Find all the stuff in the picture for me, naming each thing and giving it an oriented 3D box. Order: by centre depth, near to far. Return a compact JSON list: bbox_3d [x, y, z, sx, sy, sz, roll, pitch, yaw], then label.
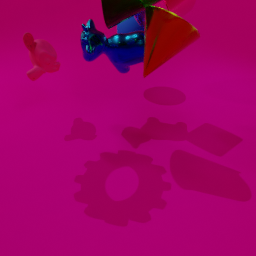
[{"bbox_3d":[0.525,-1.352,4.909,1.068,1.072,1.068,28,9,-5],"label":"cone"},{"bbox_3d":[0.282,-2.439,4.947,1.310,1.305,1.305,2,35,6],"label":"cone"},{"bbox_3d":[0.778,-2.758,6.084,1.035,1.035,1.035,28,58,33],"label":"cylinder"},{"bbox_3d":[-0.241,-1.955,6.629,1.684,1.657,0.925,-9,71,23],"label":"cow figurine"},{"bbox_3d":[-2.176,-1.665,6.867,0.943,1.310,0.790,-40,68,-6],"label":"monkey head"},{"bbox_3d":[0.299,-2.980,8.463,1.279,1.279,1.279,0,35,0],"label":"ball"}]
